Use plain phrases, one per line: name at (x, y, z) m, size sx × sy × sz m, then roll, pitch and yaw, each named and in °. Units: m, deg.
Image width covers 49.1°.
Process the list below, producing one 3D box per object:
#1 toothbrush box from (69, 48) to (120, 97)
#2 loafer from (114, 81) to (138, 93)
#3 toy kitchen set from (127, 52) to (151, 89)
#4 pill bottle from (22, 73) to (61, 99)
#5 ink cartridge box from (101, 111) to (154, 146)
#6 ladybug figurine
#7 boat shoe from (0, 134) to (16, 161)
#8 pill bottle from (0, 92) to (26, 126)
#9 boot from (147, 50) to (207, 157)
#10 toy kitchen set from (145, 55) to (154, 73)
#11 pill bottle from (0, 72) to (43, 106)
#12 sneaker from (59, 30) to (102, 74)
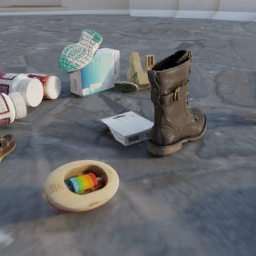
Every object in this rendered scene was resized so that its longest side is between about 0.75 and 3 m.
toothbrush box at (-1.337, -2.303, 11.372) m, size 0.881 × 1.513 × 2.066 m, roll 24°, pitch 37°, yaw 38°
loafer at (-0.039, -1.738, 11.472) m, size 1.117 × 0.422 × 0.381 m, roll 15°, pitch 37°, yaw 27°
toy kitchen set at (0.719, -2.355, 11.993) m, size 1.275 × 1.414 × 1.153 m, roll -9°, pitch -12°, yaw -17°
pill bottle at (-3.479, -1.646, 10.798) m, size 1.611 × 0.883 × 0.883 m, roll 10°, pitch 29°, yaw 19°
ink cartridge box at (0.039, -0.017, 8.351) m, size 1.191 × 0.418 × 1.465 m, roll -17°, pitch 24°, yaw -28°
ladybug figurine at (-0.929, 1.185, 5.538) m, size 1.582 × 0.569 × 1.073 m, roll -7°, pitch 48°, yaw -35°
boat shoe at (-3.319, 0.489, 7.143) m, size 0.517 × 0.517 × 1.470 m, roll 0°, pitch 26°, yaw 3°
pill bottle at (-4.101, -0.514, 8.538) m, size 1.716 × 0.980 × 0.980 m, roll -20°, pitch 34°, yaw -34°
boot at (1.432, -0.791, 7.409) m, size 0.998 × 2.510 × 2.883 m, roll 19°, pitch 33°, yaw 31°
toy kitchen set at (0.952, -2.819, 12.986) m, size 0.832 × 0.920 × 1.019 m, roll -9°, pitch 25°, yaw -15°
pill bottle at (-4.159, -1.371, 9.992) m, size 2.015 × 1.150 × 1.150 m, roll 9°, pitch 29°, yaw 17°
sneaker at (-1.496, -2.211, 8.915) m, size 0.851 × 1.001 × 2.194 m, roll 30°, pitch 46°, yaw 0°
